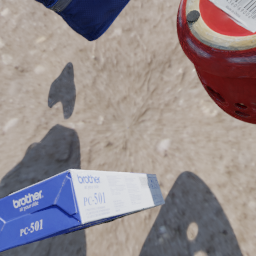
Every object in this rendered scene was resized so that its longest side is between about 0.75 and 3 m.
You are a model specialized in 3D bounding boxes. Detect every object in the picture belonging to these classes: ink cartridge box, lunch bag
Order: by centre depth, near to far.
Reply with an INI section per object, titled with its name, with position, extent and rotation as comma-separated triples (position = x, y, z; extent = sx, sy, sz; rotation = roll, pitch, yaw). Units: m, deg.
[ink cartridge box]
position = -0.526, 1.201, 4.449
extent = 1.367, 2.908, 0.643
rotation = -23, 71, 19
[lunch bag]
position = -1.141, -3.185, 5.621
extent = 1.725, 1.680, 2.539
rotation = -48, 44, 14

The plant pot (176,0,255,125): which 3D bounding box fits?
[plant pot]
position = 2.369, -1.646, 4.866
extent = 2.710, 2.468, 2.710
rotation = -11, 68, 28
